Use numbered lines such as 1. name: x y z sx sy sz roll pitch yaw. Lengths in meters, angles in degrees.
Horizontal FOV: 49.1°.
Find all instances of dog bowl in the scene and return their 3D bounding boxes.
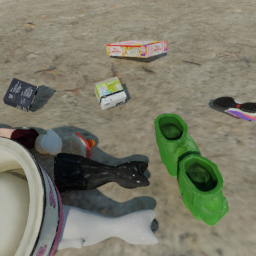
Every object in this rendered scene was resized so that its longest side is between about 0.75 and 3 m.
1. dog bowl: -2.481 1.694 4.962 2.954 1.089 2.954 -9 61 16

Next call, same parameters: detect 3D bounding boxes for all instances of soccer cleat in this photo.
1. soccer cleat: 3.407 -0.556 8.744 1.664 0.609 0.568 20 63 47

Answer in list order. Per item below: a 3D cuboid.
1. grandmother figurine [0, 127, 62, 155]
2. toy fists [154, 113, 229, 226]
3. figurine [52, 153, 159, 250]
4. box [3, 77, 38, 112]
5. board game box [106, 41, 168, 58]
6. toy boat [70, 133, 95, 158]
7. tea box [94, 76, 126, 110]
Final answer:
1. grandmother figurine: -3.170 0.306 7.948 2.717 0.823 1.648 8 25 7
2. toy fists: 1.389 0.883 6.430 0.928 1.376 2.699 -19 44 -8
3. figurine: -0.529 1.568 6.138 2.282 1.007 2.339 1 40 -7
4. box: -3.497 -1.072 9.150 0.833 0.489 0.819 21 68 -13
5. board game box: 0.405 -3.609 12.701 2.236 0.518 1.694 13 28 36
6. toy boat: -1.217 0.474 7.815 0.618 0.617 0.946 -13 28 -34
7. tea box: -0.603 -1.155 9.278 0.814 0.544 0.801 -22 77 -16
